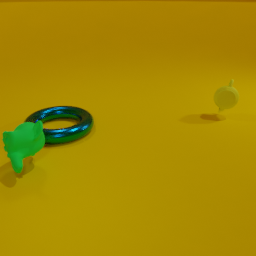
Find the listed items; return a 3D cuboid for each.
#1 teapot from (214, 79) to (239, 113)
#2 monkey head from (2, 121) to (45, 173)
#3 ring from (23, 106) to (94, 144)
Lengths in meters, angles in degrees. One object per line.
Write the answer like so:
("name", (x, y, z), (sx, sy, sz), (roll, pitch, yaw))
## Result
("teapot", (3.126, -0.970, 8.974), (0.764, 1.230, 0.602), (18, 26, 9))
("monkey head", (-2.247, 0.421, 6.210), (0.872, 1.447, 1.041), (-12, 68, -31))
("ring", (-2.035, -0.141, 8.276), (2.058, 0.412, 2.058), (0, 27, 0))
